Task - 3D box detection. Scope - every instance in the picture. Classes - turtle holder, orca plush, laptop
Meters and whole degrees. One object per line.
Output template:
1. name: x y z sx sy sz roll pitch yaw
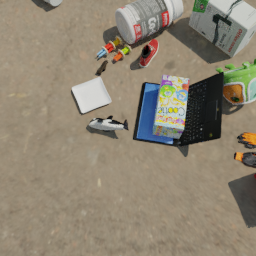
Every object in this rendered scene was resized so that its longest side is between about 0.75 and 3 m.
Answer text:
1. turtle holder: 4.474 -1.815 11.042 1.655 2.178 1.547 -10 101 28
2. orca plush: -0.690 -0.286 10.599 1.629 0.857 0.579 -4 61 37
3. laptop: 1.873 -0.794 10.538 1.543 2.987 2.648 23 66 -31

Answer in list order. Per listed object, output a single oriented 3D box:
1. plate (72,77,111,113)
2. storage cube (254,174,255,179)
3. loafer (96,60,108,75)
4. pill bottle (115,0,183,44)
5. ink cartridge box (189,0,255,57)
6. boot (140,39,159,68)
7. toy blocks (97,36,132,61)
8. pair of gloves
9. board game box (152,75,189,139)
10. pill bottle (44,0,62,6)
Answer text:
1. plate: -1.489 -1.327 11.477 1.293 0.209 1.295 -22 70 -9
2. storage cube: 5.739 1.928 9.339 2.046 1.839 1.749 -16 69 -7
3. loafer: -1.050 -2.562 11.954 0.268 0.274 0.751 33 78 2
4. pill bottle: 0.936 -4.885 12.143 2.693 1.534 1.534 -29 71 -11
5. ink cartridge box: 4.019 -4.531 11.814 1.084 1.913 2.609 -43 74 -14
6. boot: 0.946 -3.383 11.824 0.528 1.053 1.459 24 70 8
7. toy blocks: -0.622 -3.282 12.115 1.237 0.449 1.031 -41 76 -12
8. pair of gloves: 4.708 0.799 10.605 1.145 0.159 1.285 14 73 10
9. board game box: 1.630 -0.801 10.702 1.076 1.095 2.088 10 70 3
10. pill bottle: -3.842 -6.509 13.102 0.934 0.934 1.652 -42 75 -14
